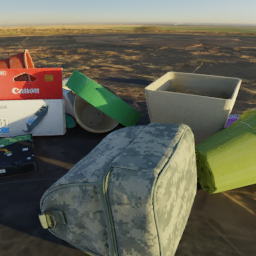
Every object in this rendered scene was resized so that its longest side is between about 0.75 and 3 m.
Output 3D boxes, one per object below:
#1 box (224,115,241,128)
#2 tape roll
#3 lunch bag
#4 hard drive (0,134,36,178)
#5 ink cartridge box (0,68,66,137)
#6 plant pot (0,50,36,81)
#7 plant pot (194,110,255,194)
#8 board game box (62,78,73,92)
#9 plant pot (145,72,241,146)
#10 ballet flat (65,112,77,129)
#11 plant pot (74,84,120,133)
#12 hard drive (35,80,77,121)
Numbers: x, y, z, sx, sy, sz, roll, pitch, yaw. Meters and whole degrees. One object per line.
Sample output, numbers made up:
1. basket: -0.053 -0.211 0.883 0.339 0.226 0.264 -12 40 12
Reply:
1. box: 3.569 -0.272 10.741 1.871 0.366 1.280 0 9 2
2. tape roll: -0.893 -1.025 10.335 2.920 0.702 2.920 34 2 -1
3. lunch bag: -0.040 1.143 5.810 2.473 2.054 2.948 3 23 24
4. hard drive: -3.610 0.823 8.599 1.429 0.387 2.046 -9 26 -19
5. ink cartridge box: -3.695 -0.931 10.003 2.755 2.427 0.616 -2 6 -5
6. plant pot: -5.216 -1.631 11.687 2.683 2.759 2.759 -13 26 -9
7. plant pot: 2.677 0.787 7.241 1.909 2.011 2.011 -20 28 -11
8. board game box: -3.375 -2.398 15.748 1.950 0.452 1.477 -22 32 -40
9. plant pot: 2.099 -0.404 9.142 2.480 2.198 2.483 11 27 23
10. ballet flat: -2.680 -0.396 11.125 1.793 0.610 0.613 11 18 22
11. plant pot: -1.232 -0.601 10.547 1.800 1.800 1.209 -11 -9 -23
12. hard drive: -2.853 -1.078 11.476 2.370 1.563 0.311 19 54 37
